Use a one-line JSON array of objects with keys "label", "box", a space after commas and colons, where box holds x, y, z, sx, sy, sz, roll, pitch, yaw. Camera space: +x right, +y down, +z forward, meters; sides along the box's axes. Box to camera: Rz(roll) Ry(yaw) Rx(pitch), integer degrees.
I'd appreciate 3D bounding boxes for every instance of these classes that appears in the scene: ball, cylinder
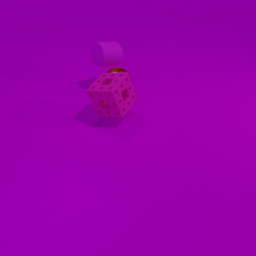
[{"label": "ball", "box": [-0.389, -1.685, 10.231, 1.061, 1.061, 1.061, 0, 37, 0]}, {"label": "cylinder", "box": [-0.790, -2.752, 10.447, 0.885, 0.885, 0.885, -14, 38, -38]}]

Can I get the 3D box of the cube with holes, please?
[{"label": "cube with holes", "box": [-0.497, -1.063, 8.931, 1.012, 1.012, 1.012, 6, 46, 33]}]
